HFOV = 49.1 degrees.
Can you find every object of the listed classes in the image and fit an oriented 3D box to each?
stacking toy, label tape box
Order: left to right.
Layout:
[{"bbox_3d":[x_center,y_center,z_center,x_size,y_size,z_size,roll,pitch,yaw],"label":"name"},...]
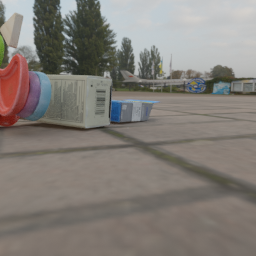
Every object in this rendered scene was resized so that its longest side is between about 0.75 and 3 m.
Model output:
[{"bbox_3d":[-2.903,-1.266,7.194,2.804,2.539,1.185,-8,-11,40],"label":"stacking toy"},{"bbox_3d":[-0.089,-0.620,9.566,1.510,0.663,2.094,9,10,41],"label":"label tape box"}]

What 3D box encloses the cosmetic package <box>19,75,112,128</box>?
[{"bbox_3d":[-1.876,-0.823,8.029,2.678,1.384,1.169,9,9,29],"label":"cosmetic package"}]
